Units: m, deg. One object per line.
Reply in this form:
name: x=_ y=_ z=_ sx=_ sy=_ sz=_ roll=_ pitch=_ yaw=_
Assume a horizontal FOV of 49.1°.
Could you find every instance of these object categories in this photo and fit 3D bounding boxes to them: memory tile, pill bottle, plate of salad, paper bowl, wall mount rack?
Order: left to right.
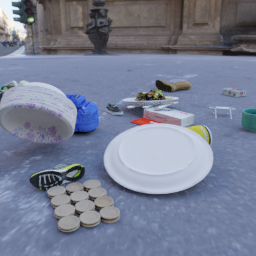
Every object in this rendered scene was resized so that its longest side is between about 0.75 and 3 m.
paper bowl: x=-2.684 y=-0.512 z=8.510 sx=2.235 sy=2.235 sz=1.163 roll=1 pitch=60 yaw=4
memory tile: x=-0.983 y=1.609 z=6.017 sx=1.268 sy=0.139 sz=1.655 roll=-8 pitch=20 yaw=-23
plate of salad: x=1.066 y=-1.500 z=13.331 sx=2.669 sy=0.641 sz=2.669 roll=-1 pitch=10 yaw=0
plate of salad: x=0.787 y=0.779 z=7.501 sx=2.858 sy=0.686 sz=2.858 roll=-5 pitch=34 yaw=3
pill bottle: x=1.774 y=0.379 z=8.576 sx=1.439 sy=0.806 sz=0.806 roll=-7 pitch=20 yaw=-22
wall mount rack: x=4.180 y=-0.678 z=12.389 sx=1.112 sy=0.415 sz=0.966 roll=3 pitch=15 yaw=9

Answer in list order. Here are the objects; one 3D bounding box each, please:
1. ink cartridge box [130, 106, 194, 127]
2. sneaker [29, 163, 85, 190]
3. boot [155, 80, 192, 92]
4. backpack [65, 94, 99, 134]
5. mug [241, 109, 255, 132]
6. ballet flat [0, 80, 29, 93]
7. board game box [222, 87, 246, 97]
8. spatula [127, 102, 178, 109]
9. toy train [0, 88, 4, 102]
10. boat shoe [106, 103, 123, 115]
ink cartridge box: x=1.376 y=-0.404 z=11.470 sx=1.744 sy=0.437 sz=2.009 roll=-15 pitch=24 yaw=-42
sneaker: x=-1.774 y=1.161 z=6.933 sx=1.360 sy=0.502 sz=0.550 roll=-5 pitch=11 yaw=-38
boot: x=2.953 y=-2.804 z=18.336 sx=1.867 sy=0.617 sz=1.635 roll=-16 pitch=38 yaw=-37
backpack: x=-1.925 y=-0.505 z=10.366 sx=1.654 sy=1.388 sz=1.344 roll=6 pitch=27 yaw=8
mug: x=4.899 y=-0.293 z=10.695 sx=1.166 sy=0.721 sz=0.958 roll=-12 pitch=22 yaw=-34
ballet flat: x=-5.561 y=-1.931 z=14.448 sx=2.905 sy=1.022 sz=0.978 roll=0 pitch=38 yaw=26
board game box: x=6.310 y=-2.135 z=16.681 sx=0.827 sy=0.360 sz=1.121 roll=-10 pitch=22 yaw=-26
spatula: x=1.117 y=-1.029 z=13.023 sx=1.907 sy=0.220 sz=2.742 roll=4 pitch=12 yaw=23
toy train: x=-7.046 y=-1.275 z=13.258 sx=2.567 sy=1.094 sz=1.463 roll=-4 pitch=32 yaw=-19
boat shoe: x=-0.660 y=-0.874 z=12.856 sx=0.429 sy=0.423 sz=1.192 roll=-15 pitch=24 yaw=-37
